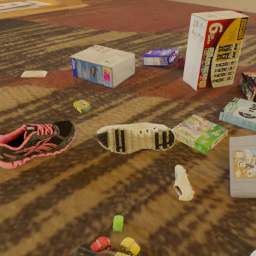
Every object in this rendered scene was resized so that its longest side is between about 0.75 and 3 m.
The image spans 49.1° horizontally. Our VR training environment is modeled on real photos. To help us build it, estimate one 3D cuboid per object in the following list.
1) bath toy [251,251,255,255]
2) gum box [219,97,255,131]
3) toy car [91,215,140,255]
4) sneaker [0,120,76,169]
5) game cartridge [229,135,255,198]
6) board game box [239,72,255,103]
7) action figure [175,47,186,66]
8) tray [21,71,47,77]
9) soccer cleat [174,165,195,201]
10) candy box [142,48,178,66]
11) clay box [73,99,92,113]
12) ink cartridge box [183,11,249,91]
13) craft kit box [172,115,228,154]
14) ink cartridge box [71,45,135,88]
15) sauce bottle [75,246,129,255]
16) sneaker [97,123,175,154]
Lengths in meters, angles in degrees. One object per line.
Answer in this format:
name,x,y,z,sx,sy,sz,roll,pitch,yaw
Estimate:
bath toy,3.352,2.913,4.581,2.714,1.003,1.180,14,-8,16
gum box,4.307,-0.474,9.927,1.660,0.370,1.411,22,40,29
toy car,-0.243,2.267,6.078,1.027,0.229,0.967,2,35,3
sneaker,-2.590,0.262,8.017,2.460,1.173,0.972,-25,60,-29
game cartridge,3.145,0.933,7.069,1.082,0.337,1.625,-11,58,35
board game box,5.932,-1.581,11.292,2.315,0.656,1.914,2,33,3
action figure,2.842,-3.214,13.619,1.137,1.264,1.697,14,-5,-29
tray,-4.414,-2.563,13.175,1.107,0.123,0.594,-1,34,-1
soccer cleat,1.359,1.383,7.247,0.438,0.392,1.130,-7,38,-6
candy box,1.631,-3.561,14.061,1.412,0.544,1.194,10,36,31
clay box,-1.753,-0.850,10.634,0.441,0.183,0.767,-21,41,-29
ink cartridge box,3.841,-3.269,11.744,2.536,2.888,1.211,-12,36,-17
craft kit box,2.306,0.158,9.091,1.343,0.326,1.326,28,46,35
ink cartridge box,-1.295,-2.940,12.877,2.777,1.060,1.894,22,41,26
sauce bottle,-0.198,2.647,5.290,1.692,0.548,0.548,9,35,16
sneaker,0.222,0.234,8.627,2.339,0.879,0.948,1,23,-4
